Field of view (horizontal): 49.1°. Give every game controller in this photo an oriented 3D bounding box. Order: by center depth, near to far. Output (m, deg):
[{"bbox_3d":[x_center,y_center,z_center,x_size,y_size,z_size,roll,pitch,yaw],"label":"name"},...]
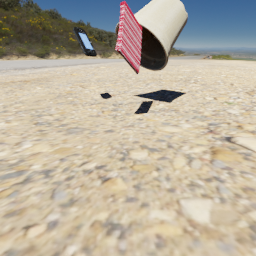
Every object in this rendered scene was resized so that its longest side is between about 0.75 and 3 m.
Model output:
[{"bbox_3d":[-1.713,-3.433,11.186,0.285,1.351,0.705,-34,-12,39],"label":"game controller"}]

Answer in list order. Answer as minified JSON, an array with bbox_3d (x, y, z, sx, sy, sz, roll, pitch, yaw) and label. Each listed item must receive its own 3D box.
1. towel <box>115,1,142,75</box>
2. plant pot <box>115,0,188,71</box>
[{"bbox_3d":[0.065,-2.758,8.599,0.209,1.856,1.342,-8,-25,27],"label":"towel"},{"bbox_3d":[1.092,-3.856,10.852,2.391,2.391,2.189,18,65,46],"label":"plant pot"}]
